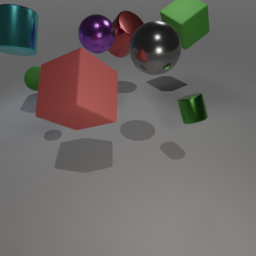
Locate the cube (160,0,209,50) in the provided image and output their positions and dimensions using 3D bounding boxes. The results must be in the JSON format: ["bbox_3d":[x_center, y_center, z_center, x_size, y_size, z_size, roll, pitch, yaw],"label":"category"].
[{"bbox_3d":[2.419,-4.489,11.857,1.400,1.400,1.400,-38,54,-6],"label":"cube"}]

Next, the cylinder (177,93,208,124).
[{"bbox_3d":[1.795,-0.543,7.791,0.700,0.700,0.700,-16,12,4],"label":"cylinder"}]

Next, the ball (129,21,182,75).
[{"bbox_3d":[0.731,-2.138,7.549,1.400,1.400,1.400,0,32,0],"label":"ball"}]

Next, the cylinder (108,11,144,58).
[{"bbox_3d":[-0.168,-3.970,11.949,1.400,1.400,1.400,15,61,-29],"label":"cylinder"}]

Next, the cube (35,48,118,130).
[{"bbox_3d":[-1.215,-0.863,6.904,1.400,1.400,1.400,-11,-20,33],"label":"cube"}]

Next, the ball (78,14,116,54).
[{"bbox_3d":[-1.166,-3.518,10.511,1.400,1.400,1.400,0,32,0],"label":"ball"}]

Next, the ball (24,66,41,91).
[{"bbox_3d":[-2.627,-1.418,8.071,0.700,0.700,0.700,0,32,0],"label":"ball"}]

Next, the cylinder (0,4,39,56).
[{"bbox_3d":[-3.881,-3.362,9.778,1.400,1.400,1.400,3,2,0],"label":"cylinder"}]
